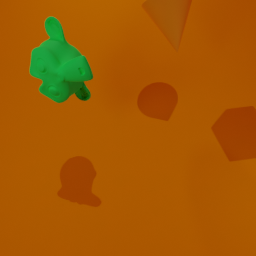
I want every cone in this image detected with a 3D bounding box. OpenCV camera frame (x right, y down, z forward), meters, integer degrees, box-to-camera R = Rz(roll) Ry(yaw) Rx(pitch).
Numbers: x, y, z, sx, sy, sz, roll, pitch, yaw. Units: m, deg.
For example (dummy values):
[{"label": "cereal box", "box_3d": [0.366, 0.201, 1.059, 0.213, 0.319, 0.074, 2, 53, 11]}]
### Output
[{"label": "cone", "box_3d": [1.030, -2.364, 6.488, 1.215, 1.215, 1.220, -13, 98, -6]}]

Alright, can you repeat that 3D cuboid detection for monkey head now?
[{"label": "monkey head", "box_3d": [-1.092, -1.132, 5.170, 1.262, 1.755, 1.057, -6, 32, 26]}]
